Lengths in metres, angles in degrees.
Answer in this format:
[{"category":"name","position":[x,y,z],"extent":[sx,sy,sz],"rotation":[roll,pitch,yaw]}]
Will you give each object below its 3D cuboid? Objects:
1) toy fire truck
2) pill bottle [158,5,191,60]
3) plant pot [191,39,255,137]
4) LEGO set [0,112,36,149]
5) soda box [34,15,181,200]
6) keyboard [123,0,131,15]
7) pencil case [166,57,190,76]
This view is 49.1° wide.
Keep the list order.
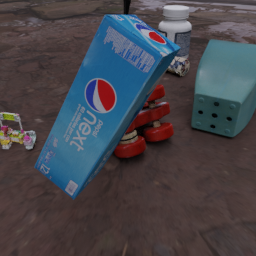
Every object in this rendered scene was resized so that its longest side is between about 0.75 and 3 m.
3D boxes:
[{"category":"toy fire truck","position":[-0.104,-0.227,7.537],"extent":[2.446,1.371,2.054],"rotation":[-24,16,-33]},{"category":"pill bottle","position":[1.993,-3.941,12.078],"extent":[1.405,2.350,1.405],"rotation":[0,33,0]},{"category":"plant pot","position":[2.896,-1.087,8.244],"extent":[1.891,1.890,2.676],"rotation":[15,44,22]},{"category":"LEGO set","position":[-3.476,0.114,7.243],"extent":[2.098,0.781,0.965],"rotation":[-5,33,-8]},{"category":"soda box","position":[-0.329,-0.187,3.468],"extent":[0.725,2.259,0.766],"rotation":[38,31,6]},{"category":"keyboard","position":[-0.015,-4.157,7.791],"extent":[0.210,2.036,1.294],"rotation":[9,71,2]},{"category":"pencil case","position":[1.607,-2.669,11.636],"extent":[1.775,0.691,0.794],"rotation":[20,44,28]}]
